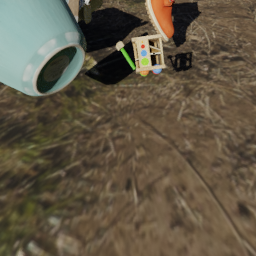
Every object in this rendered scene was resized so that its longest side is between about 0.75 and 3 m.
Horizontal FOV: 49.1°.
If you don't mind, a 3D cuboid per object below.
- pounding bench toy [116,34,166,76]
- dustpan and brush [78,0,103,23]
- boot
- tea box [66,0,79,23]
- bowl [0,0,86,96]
[{"bbox_3d":[0.269,-1.533,6.143,1.003,0.783,0.623,-7,7,3],"label":"pounding bench toy"},{"bbox_3d":[-1.405,-4.057,9.224,1.656,2.373,0.679,-42,83,-14],"label":"dustpan and brush"},{"bbox_3d":[1.322,-4.466,9.359,1.594,2.972,1.115,-12,22,16],"label":"boot"},{"bbox_3d":[-3.214,-3.884,8.460,2.541,1.698,2.500,-23,46,-39],"label":"tea box"},{"bbox_3d":[-1.920,-1.700,6.334,1.323,2.530,2.530,44,56,11],"label":"bowl"}]
